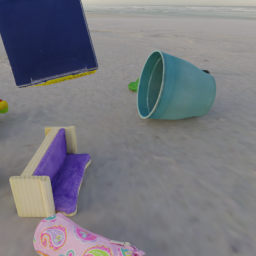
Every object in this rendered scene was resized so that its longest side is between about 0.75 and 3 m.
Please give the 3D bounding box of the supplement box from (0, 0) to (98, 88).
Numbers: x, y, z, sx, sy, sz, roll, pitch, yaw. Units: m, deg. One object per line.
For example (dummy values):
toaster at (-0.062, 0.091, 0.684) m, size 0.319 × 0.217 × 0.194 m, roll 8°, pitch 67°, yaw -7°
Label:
supplement box at (-1.334, -1.501, 5.146) m, size 1.266 × 1.274 × 2.326 m, roll -15°, pitch 11°, yaw -5°

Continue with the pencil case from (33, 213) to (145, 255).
pencil case at (-0.554, 1.725, 3.899) m, size 1.585 × 0.693 × 0.693 m, roll 12°, pitch 28°, yaw 29°

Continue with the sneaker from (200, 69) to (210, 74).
sneaker at (2.786, -2.407, 12.674) m, size 1.673 × 0.663 × 0.799 m, roll 5°, pitch 17°, yaw -10°

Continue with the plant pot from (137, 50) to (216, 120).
plant pot at (1.520, -1.171, 8.609) m, size 1.927 × 2.050 × 2.050 m, roll 8°, pitch 23°, yaw -17°

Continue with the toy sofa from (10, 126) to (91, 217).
toy sofa at (-1.417, 0.775, 5.665) m, size 1.033 × 0.876 × 2.116 m, roll 0°, pitch 26°, yaw 3°

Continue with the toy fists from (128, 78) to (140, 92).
toy fists at (0.528, -1.766, 11.494) m, size 0.580 × 0.391 × 1.138 m, roll 9°, pitch 28°, yaw 33°

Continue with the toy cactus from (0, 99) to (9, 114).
toy cactus at (-4.282, -0.441, 7.797) m, size 2.029 × 1.257 × 2.459 m, roll 43°, pitch 15°, yaw 27°
